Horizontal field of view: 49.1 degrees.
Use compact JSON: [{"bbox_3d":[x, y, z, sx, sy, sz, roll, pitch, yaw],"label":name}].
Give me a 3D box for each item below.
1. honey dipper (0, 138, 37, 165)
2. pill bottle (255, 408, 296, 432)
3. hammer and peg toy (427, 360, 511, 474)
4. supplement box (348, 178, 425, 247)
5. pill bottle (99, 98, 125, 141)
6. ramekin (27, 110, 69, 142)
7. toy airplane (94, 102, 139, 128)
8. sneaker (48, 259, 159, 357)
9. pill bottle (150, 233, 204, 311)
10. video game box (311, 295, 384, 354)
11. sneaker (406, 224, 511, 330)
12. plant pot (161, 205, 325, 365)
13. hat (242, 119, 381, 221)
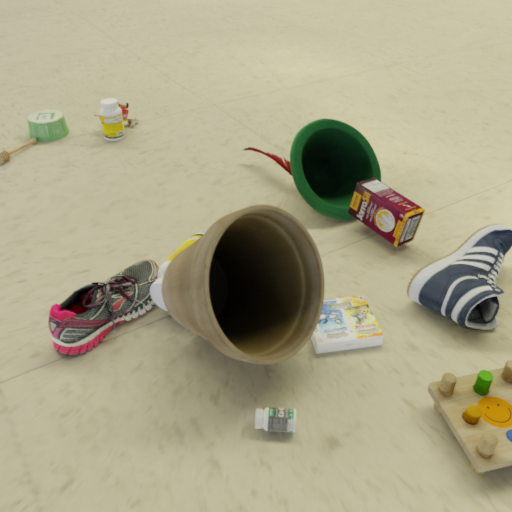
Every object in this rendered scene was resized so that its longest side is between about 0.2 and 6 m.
[{"bbox_3d":[-5.677,-2.517,13.301,0.242,0.242,1.273,14,36,17],"label":"honey dipper"},{"bbox_3d":[0.247,2.086,7.135,0.514,0.291,0.291,2,37,1],"label":"pill bottle"},{"bbox_3d":[3.276,1.959,7.015,1.827,0.644,1.344,-8,38,-10],"label":"hammer and peg toy"},{"bbox_3d":[2.375,-0.818,10.316,0.535,0.689,1.249,-19,45,-36],"label":"supplement box"},{"bbox_3d":[-3.549,-3.353,13.773,0.529,0.940,0.529,0,35,0],"label":"pill bottle"},{"bbox_3d":[-5.245,-3.291,14.075,0.978,0.478,0.978,0,37,0],"label":"ramekin"},{"bbox_3d":[-3.570,-3.512,14.353,0.921,0.650,0.917,-5,-2,8],"label":"toy airplane"},{"bbox_3d":[-2.236,0.655,8.627,0.845,0.782,2.095,21,41,25],"label":"sneaker"},{"bbox_3d":[-1.113,0.272,9.129,0.775,0.775,1.383,17,40,21],"label":"pill bottle"},{"bbox_3d":[1.299,1.029,8.587,1.039,0.243,0.946,-7,40,-8],"label":"video game box"},{"bbox_3d":[3.685,0.349,8.971,2.330,0.817,1.264,-28,40,-22],"label":"sneaker"},{"bbox_3d":[-0.370,0.413,7.897,2.066,2.066,1.793,-34,18,-36],"label":"plant pot"},{"bbox_3d":[1.221,-1.651,12.074,2.029,2.156,2.449,-9,80,-23],"label":"hat"}]
